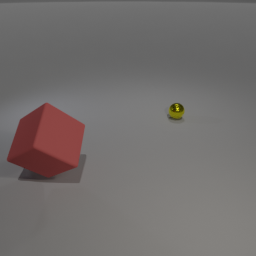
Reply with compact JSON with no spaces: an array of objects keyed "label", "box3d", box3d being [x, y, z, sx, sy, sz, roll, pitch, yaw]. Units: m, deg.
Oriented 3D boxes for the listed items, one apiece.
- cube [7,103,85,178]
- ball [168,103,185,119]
[{"label":"cube","box3d":[-2.264,0.395,7.897,1.400,1.400,1.400,-23,48,36]},{"label":"ball","box3d":[2.110,-0.743,12.163,0.700,0.700,0.700,0,28,0]}]
